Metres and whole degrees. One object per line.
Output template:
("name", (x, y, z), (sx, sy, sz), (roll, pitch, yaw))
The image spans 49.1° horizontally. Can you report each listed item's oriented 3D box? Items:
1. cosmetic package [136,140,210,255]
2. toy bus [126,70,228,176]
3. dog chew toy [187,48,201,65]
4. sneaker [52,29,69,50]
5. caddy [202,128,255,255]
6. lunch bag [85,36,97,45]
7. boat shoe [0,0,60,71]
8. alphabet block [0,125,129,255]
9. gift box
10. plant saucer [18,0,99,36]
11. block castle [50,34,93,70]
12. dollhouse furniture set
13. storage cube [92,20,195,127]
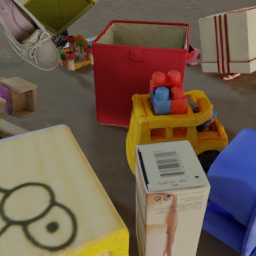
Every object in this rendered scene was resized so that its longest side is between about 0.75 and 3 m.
("cosmetic package", (0.645, 1.418, 4.832), (0.951, 2.179, 1.126), (-6, 34, -5))
("toy bus", (1.271, -0.181, 6.868), (2.572, 2.469, 1.745), (-3, 34, -7))
("dog chew toy", (2.717, -3.303, 12.808), (1.192, 0.742, 0.742), (18, 38, 37))
("sneaker", (-3.670, -4.479, 13.991), (0.791, 1.192, 2.096), (15, 38, 20))
("caddy", (2.545, 1.205, 5.414), (1.414, 1.905, 2.694), (22, 41, 37))
("lunch bag", (-1.227, -4.188, 13.986), (1.896, 0.731, 1.521), (-19, 40, -25))
("boat shoe", (-2.867, -2.697, 7.577), (0.997, 2.706, 0.868), (-42, 25, -12))
("alphabet block", (-1.518, 1.721, 4.235), (2.358, 2.371, 2.414), (-17, 39, -20))
("gift box", (4.469, -3.478, 11.521), (2.544, 2.575, 2.757), (-22, 21, -26))
("plant saucer", (-2.530, -4.454, 9.794), (2.857, 2.861, 0.685), (-31, 70, 21))
("block castle", (-2.604, -3.634, 12.896), (1.551, 1.089, 2.321), (-24, 42, -30))
("dollhouse furniture set", (-3.570, 0.455, 5.702), (1.889, 2.733, 2.895), (20, 28, 26))
("storage cube", (0.505, -1.719, 8.869), (2.928, 2.632, 2.503), (7, 36, 8))
